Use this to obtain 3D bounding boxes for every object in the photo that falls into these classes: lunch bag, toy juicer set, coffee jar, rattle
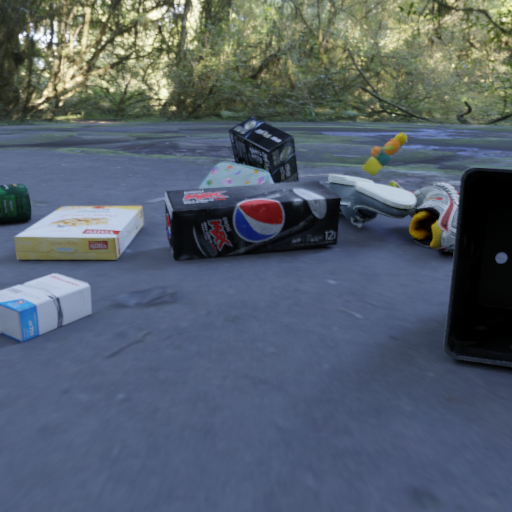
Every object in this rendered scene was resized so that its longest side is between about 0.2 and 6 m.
[{"bbox_3d":[-0.420,-1.426,12.520,1.663,0.641,1.334,20,65,32],"label":"lunch bag"},{"bbox_3d":[3.218,-2.649,13.886,0.505,1.181,1.857,43,27,5],"label":"toy juicer set"},{"bbox_3d":[-6.023,-1.092,12.278,1.958,0.835,1.021,-11,20,-31],"label":"coffee jar"},{"bbox_3d":[3.682,-1.529,14.909,0.690,0.757,1.060,47,23,24],"label":"rattle"}]

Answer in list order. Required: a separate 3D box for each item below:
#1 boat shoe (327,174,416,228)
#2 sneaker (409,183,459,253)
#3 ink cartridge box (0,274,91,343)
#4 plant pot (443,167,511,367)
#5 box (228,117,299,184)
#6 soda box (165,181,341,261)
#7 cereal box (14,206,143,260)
[{"bbox_3d":[2.386,-1.104,12.085,1.135,0.963,3.118,4,15,-19],"label":"boat shoe"},{"bbox_3d":[3.454,-0.791,10.917,1.122,1.063,2.731,-2,17,-3],"label":"sneaker"},{"bbox_3d":[-2.795,0.637,7.208,0.786,0.461,1.073,12,20,33],"label":"ink cartridge box"},{"bbox_3d":[3.404,0.143,6.550,2.082,2.087,1.851,6,5,20],"label":"plant pot"},{"bbox_3d":[0.218,-2.135,13.227,0.777,1.804,1.477,-34,46,-23],"label":"box"},{"bbox_3d":[-0.072,-0.695,10.380,3.114,0.986,1.102,-6,27,-14],"label":"soda box"},{"bbox_3d":[-3.305,-0.495,10.873,1.797,0.494,2.498,0,17,-1],"label":"cereal box"}]
